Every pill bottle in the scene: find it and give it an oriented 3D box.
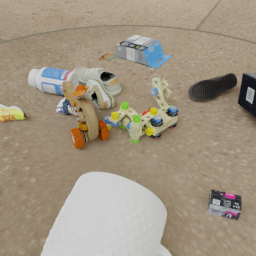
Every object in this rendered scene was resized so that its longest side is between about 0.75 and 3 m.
[{"bbox_3d":[-3.130,-1.976,11.772,1.917,1.076,1.076,12,41,12],"label":"pill bottle"}]

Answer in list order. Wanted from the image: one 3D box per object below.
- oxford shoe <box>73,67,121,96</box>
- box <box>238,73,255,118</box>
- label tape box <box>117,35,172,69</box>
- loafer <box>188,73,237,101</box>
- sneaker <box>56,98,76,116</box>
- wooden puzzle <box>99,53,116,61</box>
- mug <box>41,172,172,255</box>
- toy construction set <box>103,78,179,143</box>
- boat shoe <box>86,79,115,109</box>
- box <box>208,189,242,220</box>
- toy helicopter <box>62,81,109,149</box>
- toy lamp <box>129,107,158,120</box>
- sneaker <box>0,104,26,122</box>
[{"bbox_3d":[-1.391,-2.302,12.402,2.836,0.819,1.066,31,51,35],"label":"oxford shoe"},{"bbox_3d":[5.496,-1.151,10.029,2.245,1.283,2.465,4,19,3],"label":"box"},{"bbox_3d":[0.872,-4.038,14.565,2.388,0.756,1.722,22,44,25],"label":"label tape box"},{"bbox_3d":[3.471,-1.654,11.778,2.304,0.842,0.818,-16,4,-16],"label":"loafer"},{"bbox_3d":[-2.093,-0.630,10.555,1.155,0.635,1.577,-19,46,-10],"label":"sneaker"},{"bbox_3d":[-1.046,-3.743,14.744,0.603,0.071,1.017,22,44,25],"label":"wooden puzzle"},{"bbox_3d":[-0.271,2.694,5.491,2.887,2.131,2.531,32,52,-8],"label":"mug"},{"bbox_3d":[0.673,-0.558,9.987,1.884,1.324,2.873,31,59,33],"label":"toy construction set"},{"bbox_3d":[-1.285,-1.409,11.371,0.648,0.708,1.894,-18,43,-29],"label":"boat shoe"},{"bbox_3d":[2.532,2.023,7.360,0.776,0.445,0.513,10,42,14],"label":"box"},{"bbox_3d":[-1.721,-0.840,9.609,1.163,1.950,2.949,-18,45,-21],"label":"toy helicopter"},{"bbox_3d":[0.579,-0.497,10.543,1.255,0.365,0.365,-20,43,-19],"label":"toy lamp"},{"bbox_3d":[-4.477,-0.460,10.416,1.442,0.564,0.651,8,50,17],"label":"sneaker"}]
